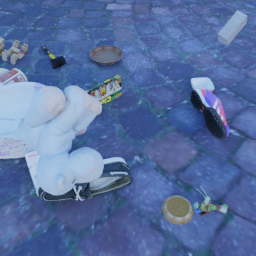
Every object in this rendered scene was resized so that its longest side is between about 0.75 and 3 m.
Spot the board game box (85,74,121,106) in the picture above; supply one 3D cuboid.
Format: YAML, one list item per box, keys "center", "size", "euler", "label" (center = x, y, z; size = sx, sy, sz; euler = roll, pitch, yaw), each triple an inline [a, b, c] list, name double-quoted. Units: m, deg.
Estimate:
- center: [-1.057, -1.333, 11.167]
  size: [1.939, 1.016, 0.227]
  euler: [-33, 54, -28]
  label: "board game box"

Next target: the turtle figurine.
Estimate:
- center: [2.367, 2.074, 8.014]
  size: [0.868, 0.644, 0.895]
  euler: [13, 50, 7]
  label: "turtle figurine"

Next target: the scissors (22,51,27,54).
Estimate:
- center: [-5.443, -3.750, 14.262]
  size: [0.279, 0.053, 0.764]
  euler: [15, 45, 12]
  label: "scissors"

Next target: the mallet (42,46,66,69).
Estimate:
- center: [-3.899, -3.546, 13.877]
  size: [0.725, 0.453, 2.202]
  euler: [-34, 49, -25]
  label: "mallet"

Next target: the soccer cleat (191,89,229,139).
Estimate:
- center: [3.284, -0.654, 10.605]
  size: [0.958, 0.892, 2.617]
  euler: [-9, 43, -11]
  label: "soccer cleat"

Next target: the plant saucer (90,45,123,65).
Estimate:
- center: [-1.065, -3.575, 13.917]
  size: [1.658, 0.303, 1.658]
  euler: [0, 44, 0]
  label: "plant saucer"

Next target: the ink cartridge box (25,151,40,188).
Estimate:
- center: [-2.608, 1.206, 8.619]
  size: [0.797, 0.450, 1.088]
  euler: [-18, 85, -17]
  label: "ink cartridge box"

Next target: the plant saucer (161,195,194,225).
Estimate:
- center: [1.440, 2.317, 8.097]
  size: [0.933, 0.165, 0.933]
  euler: [0, 45, 0]
  label: "plant saucer"

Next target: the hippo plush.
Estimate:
- center: [-1.581, 0.386, 6.395]
  size: [2.584, 2.059, 2.078]
  euler: [-13, 69, -24]
  label: "hippo plush"

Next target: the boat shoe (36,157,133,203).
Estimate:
- center: [-1.209, 1.620, 8.175]
  size: [2.797, 1.057, 0.844]
  euler: [-18, 41, -16]
  label: "boat shoe"

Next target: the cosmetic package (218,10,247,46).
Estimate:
- center: [3.358, -3.204, 9.039]
  size: [0.437, 0.517, 0.968]
  euler: [38, 97, 19]
  label: "cosmetic package"

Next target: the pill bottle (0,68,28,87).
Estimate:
- center: [-5.063, -1.748, 11.672]
  size: [0.882, 0.882, 1.573]
  euler: [24, 50, 22]
  label: "pill bottle"

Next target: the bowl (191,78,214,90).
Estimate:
- center: [3.195, -1.795, 12.109]
  size: [0.886, 0.331, 0.888]
  euler: [-4, 44, -4]
  label: "bowl"

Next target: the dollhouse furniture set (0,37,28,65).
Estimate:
- center: [-5.880, -3.743, 13.926]
  size: [1.330, 0.866, 1.222]
  euler: [24, 49, -5]
  label: "dollhouse furniture set"

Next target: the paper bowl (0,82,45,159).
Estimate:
- center: [-3.766, -0.159, 9.501]
  size: [2.957, 1.538, 2.957]
  euler: [-3, 42, 3]
  label: "paper bowl"

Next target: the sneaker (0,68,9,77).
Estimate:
- center: [-6.123, -1.923, 11.860]
  size: [1.231, 0.887, 2.343]
  euler: [5, 30, 25]
  label: "sneaker"
